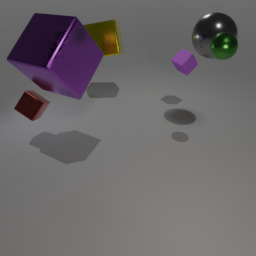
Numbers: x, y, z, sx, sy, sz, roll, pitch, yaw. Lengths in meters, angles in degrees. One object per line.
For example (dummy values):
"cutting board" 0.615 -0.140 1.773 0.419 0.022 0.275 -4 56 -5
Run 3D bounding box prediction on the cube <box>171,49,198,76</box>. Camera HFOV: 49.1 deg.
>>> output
"cube" 2.415 -2.800 11.932 0.700 0.700 0.700 -47 47 1

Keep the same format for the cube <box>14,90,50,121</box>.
"cube" -3.080 -0.731 9.043 0.700 0.700 0.700 34 8 -4

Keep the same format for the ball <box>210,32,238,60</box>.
"ball" 2.487 -2.122 7.272 0.700 0.700 0.700 0 31 0

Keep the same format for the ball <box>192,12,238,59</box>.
"ball" 2.730 -2.905 8.867 1.400 1.400 1.400 0 31 0

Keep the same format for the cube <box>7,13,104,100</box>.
"cube" -1.712 -1.736 6.837 1.400 1.400 1.400 17 75 29

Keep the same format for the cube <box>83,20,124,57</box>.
"cube" -1.051 -3.889 12.373 1.400 1.400 1.400 -7 16 8
